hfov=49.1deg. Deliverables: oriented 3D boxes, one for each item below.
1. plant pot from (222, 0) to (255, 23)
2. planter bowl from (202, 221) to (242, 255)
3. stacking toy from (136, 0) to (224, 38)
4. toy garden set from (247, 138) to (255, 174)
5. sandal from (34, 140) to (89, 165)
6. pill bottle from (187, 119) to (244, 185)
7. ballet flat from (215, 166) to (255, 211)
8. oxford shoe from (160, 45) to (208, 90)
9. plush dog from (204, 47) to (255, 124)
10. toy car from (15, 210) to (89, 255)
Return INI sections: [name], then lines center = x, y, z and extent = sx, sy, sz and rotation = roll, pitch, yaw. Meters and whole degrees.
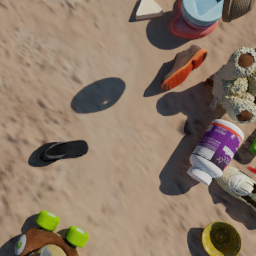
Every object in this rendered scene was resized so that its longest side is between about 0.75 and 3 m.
[plant pot]
center = 2.268, -2.627, 5.555
extent = 0.496, 1.075, 1.075
rotation = 20, 79, 23
[planter bowl]
center = 2.315, 2.744, 6.930
extent = 0.927, 0.386, 0.927
rotation = -3, 82, 19
[stacking toy]
center = 1.631, -4.244, 7.992
extent = 2.632, 1.228, 2.908
rotation = 10, 78, 2
[toy garden set]
center = 4.201, 1.135, 7.069
extent = 2.343, 0.468, 1.953
rotation = 36, 69, 7
[sandal]
center = -1.804, 0.585, 7.460
extent = 1.484, 0.318, 0.564
rotation = -14, 79, -3
[pill bottle]
center = 2.194, 0.630, 7.153
extent = 0.896, 0.896, 1.594
rotation = 33, 81, 6
[ballet flat]
center = 3.162, 1.637, 7.079
extent = 2.067, 0.644, 0.697
rotation = 36, 81, 7
[oxford shoe]
center = 1.456, -1.715, 7.880
extent = 1.668, 0.594, 0.605
rotation = -40, 63, -13
[plush dog]
center = 3.135, -1.230, 7.492
extent = 1.655, 1.546, 1.927
rotation = -13, 107, -17
[toy car]
center = -1.920, 2.935, 6.088
extent = 1.617, 2.049, 1.683
rotation = 26, 79, 5
